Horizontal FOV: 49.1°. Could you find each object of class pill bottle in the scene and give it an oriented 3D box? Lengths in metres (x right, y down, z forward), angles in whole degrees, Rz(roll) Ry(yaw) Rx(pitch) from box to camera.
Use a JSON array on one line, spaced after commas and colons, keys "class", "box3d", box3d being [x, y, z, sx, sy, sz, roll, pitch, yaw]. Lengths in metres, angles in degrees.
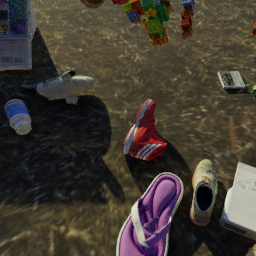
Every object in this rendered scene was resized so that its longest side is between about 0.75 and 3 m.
[{"class": "pill bottle", "box3d": [-2.938, -0.285, 7.544, 0.544, 0.544, 0.970, -22, 51, -19]}]

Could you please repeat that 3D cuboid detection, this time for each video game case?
[{"class": "video game case", "box3d": [3.301, -1.539, 8.958, 0.685, 0.088, 0.753, -1, 50, -1]}, {"class": "video game case", "box3d": [-4.658, -3.240, 9.210, 2.888, 0.342, 2.629, -1, 91, 0]}]

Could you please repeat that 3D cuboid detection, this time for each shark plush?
[{"class": "shark plush", "box3d": [-2.152, -1.163, 8.491, 2.212, 1.005, 0.921, -13, 26, 15]}]

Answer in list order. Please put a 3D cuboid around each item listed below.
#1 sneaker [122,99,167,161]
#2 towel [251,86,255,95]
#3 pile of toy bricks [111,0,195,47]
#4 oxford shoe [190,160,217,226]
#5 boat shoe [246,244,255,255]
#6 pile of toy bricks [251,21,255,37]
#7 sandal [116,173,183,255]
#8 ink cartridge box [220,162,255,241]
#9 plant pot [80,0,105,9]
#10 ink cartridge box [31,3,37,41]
[{"class": "sneaker", "box3d": [0.608, 0.108, 7.239, 1.014, 0.688, 1.756, 23, 64, 8]}, {"class": "towel", "box3d": [5.287, -1.024, 8.385, 2.590, 0.397, 1.932, 30, 53, 26]}, {"class": "pile of toy bricks", "box3d": [0.530, -2.140, 5.317, 1.286, 2.318, 1.145, -6, 66, 25]}, {"class": "oxford shoe", "box3d": [1.719, 1.286, 6.125, 0.569, 0.594, 1.608, 9, 49, 8]}, {"class": "boat shoe", "box3d": [2.992, 3.076, 4.357, 1.054, 1.080, 2.855, -33, 52, -14]}, {"class": "pile of toy bricks", "box3d": [4.980, -3.131, 10.052, 1.490, 0.827, 0.736, 39, 86, 11]}, {"class": "sandal", "box3d": [0.454, 1.831, 5.636, 1.002, 0.605, 2.462, 16, 51, 14]}, {"class": "ink cartridge box", "box3d": [2.999, 1.686, 5.922, 1.755, 0.382, 1.523, 19, 51, 16]}, {"class": "plant pot", "box3d": [-0.981, -3.917, 7.859, 1.039, 1.039, 0.143, -35, 36, -27]}, {"class": "ink cartridge box", "box3d": [-4.187, -3.826, 10.255, 1.174, 1.144, 1.826, -1, 49, -1]}]
